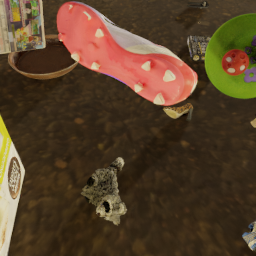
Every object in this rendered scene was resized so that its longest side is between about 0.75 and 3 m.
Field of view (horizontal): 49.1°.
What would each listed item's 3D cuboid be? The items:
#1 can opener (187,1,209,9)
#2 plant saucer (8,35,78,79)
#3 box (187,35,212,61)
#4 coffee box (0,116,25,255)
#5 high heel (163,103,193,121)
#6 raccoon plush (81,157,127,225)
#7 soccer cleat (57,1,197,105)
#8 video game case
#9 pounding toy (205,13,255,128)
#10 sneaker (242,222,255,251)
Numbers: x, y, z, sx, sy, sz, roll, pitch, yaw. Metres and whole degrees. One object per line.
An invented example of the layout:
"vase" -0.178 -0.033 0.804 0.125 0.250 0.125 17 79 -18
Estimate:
"can opener" 3.623 -6.340 14.469 1.102 0.433 0.349 3 85 7
"plant saucer" -3.128 -2.735 10.886 2.827 0.487 2.827 -1 46 1
"box" 3.115 -3.285 11.484 1.193 0.363 1.480 0 46 2
"coffee box" -3.820 1.265 5.679 2.508 2.480 2.504 -3 46 -4
"high heel" 1.600 -0.641 8.949 0.968 0.346 0.690 19 54 -4
"raccoon plush" -0.266 1.444 6.752 1.152 0.832 1.719 33 54 18
"soccer cleat" -0.082 -1.316 4.860 2.794 0.932 1.068 36 31 20
"video game case" -1.988 -1.914 4.668 1.170 1.284 0.147 -21 40 -36
"pounding toy" 2.621 -1.177 5.570 2.264 1.748 1.051 48 20 -5
"sneaker" 2.969 2.233 6.236 1.040 0.401 0.443 -27 48 -24
